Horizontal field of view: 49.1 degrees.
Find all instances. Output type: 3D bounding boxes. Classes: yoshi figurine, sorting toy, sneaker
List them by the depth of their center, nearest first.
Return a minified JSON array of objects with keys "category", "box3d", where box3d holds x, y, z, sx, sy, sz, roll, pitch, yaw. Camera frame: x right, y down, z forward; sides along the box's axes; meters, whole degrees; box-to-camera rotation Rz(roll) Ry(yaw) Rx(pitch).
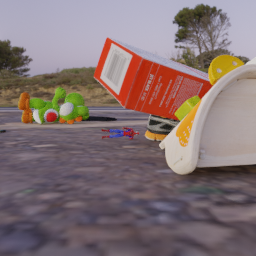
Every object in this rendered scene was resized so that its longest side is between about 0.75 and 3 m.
[{"category":"sorting toy","box3d":[1.631,0.023,4.498,2.657,1.420,2.392,-1,-14,-14]},{"category":"sneaker","box3d":[1.328,-0.049,6.396,1.844,0.712,0.722,2,3,-1]},{"category":"yoshi figurine","box3d":[-2.948,-0.890,11.587,2.736,1.532,1.538,3,-1,-4]}]

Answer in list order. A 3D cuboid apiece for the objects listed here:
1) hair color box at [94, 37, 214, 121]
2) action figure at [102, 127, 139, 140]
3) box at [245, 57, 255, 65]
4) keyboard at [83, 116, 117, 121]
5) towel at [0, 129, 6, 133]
[{"category":"hair color box","box3d":[0.968,-0.815,5.686,2.919,0.933,1.619,9,22,-31]},{"category":"action figure","box3d":[-0.180,0.133,6.676,0.909,0.297,0.450,-1,-2,-1]},{"category":"box","box3d":[4.939,-1.048,7.529,2.936,1.919,2.921,6,-1,7]},{"category":"keyboard","box3d":[-1.747,-0.478,13.538,2.227,0.229,1.415,3,6,39]},{"category":"towel","box3d":[-4.157,0.092,8.085,0.721,0.107,0.984,5,7,38]}]
